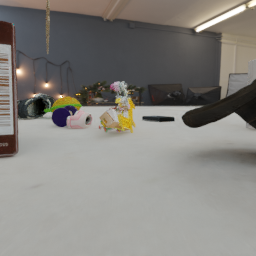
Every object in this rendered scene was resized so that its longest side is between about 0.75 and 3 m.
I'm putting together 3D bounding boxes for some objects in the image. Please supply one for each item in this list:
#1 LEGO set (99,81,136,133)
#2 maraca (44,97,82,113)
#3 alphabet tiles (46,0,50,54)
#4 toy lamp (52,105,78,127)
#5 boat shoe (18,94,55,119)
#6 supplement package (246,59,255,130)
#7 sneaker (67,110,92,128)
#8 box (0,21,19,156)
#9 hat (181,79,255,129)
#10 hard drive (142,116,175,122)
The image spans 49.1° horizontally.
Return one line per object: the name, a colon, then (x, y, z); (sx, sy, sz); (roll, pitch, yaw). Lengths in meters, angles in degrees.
LEGO set: (-0.390, -0.267, 6.648); (0.825, 1.020, 2.217); (-15, 25, 17)
maraca: (-2.771, -0.835, 11.947); (1.712, 0.916, 1.174); (-9, -6, 31)
alphabet tiles: (-2.230, -2.954, 7.776); (0.051, 1.128, 1.349); (-1, -33, -19)
toy lamp: (-1.972, -0.407, 9.074); (0.639, 0.639, 2.196); (0, 8, -4)
boat shoe: (-3.919, -0.910, 12.315); (0.869, 1.089, 2.881); (1, 17, 18)
supplement package: (3.943, -0.855, 7.153); (1.415, 1.817, 1.008); (0, 6, -5)
sneaker: (-1.253, -0.243, 8.007); (0.624, 0.450, 1.194); (-2, 11, 10)
box: (-2.686, -0.562, 4.201); (1.774, 1.792, 2.161); (-3, 6, -26)
hat: (2.183, -0.278, 3.346); (2.988, 1.205, 2.988); (-26, -10, -5)
hard drive: (1.138, -0.354, 10.571); (0.741, 0.175, 1.062); (-3, 6, -32)
